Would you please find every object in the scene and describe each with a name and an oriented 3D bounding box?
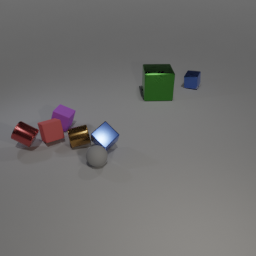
[{"bbox_3d":[-2.846,0.083,10.353,0.700,0.700,0.700,-18,15,-27],"label":"cube"},{"bbox_3d":[1.450,-2.252,13.768,1.400,1.400,1.400,-1,32,-2],"label":"cube"},{"bbox_3d":[-3.617,0.216,9.844,0.700,0.700,0.700,27,30,-9],"label":"cylinder"},{"bbox_3d":[-1.014,0.911,9.085,0.700,0.700,0.700,0,31,0],"label":"ball"},{"bbox_3d":[3.409,-2.564,14.834,0.700,0.700,0.700,11,42,25],"label":"cube"},{"bbox_3d":[-2.599,-0.405,11.161,0.700,0.700,0.700,22,30,0],"label":"cube"},{"bbox_3d":[-0.802,0.328,9.697,0.700,0.700,0.700,44,71,9],"label":"cube"},{"bbox_3d":[-1.743,0.290,10.045,0.700,0.700,0.700,-15,33,-8],"label":"cylinder"}]
